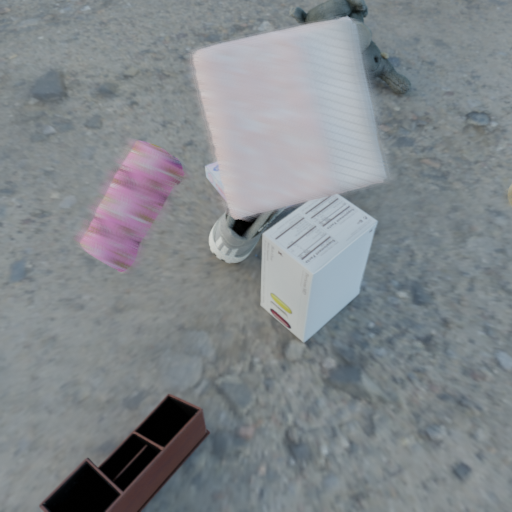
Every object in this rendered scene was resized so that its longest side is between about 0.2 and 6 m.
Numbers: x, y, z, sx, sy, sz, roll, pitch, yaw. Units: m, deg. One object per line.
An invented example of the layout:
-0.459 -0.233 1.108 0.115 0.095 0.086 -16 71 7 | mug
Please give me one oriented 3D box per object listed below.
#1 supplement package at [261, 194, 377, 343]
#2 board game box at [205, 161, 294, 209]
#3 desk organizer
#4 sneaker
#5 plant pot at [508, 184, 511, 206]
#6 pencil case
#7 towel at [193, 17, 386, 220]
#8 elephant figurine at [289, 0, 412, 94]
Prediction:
1.005 0.187 9.536 1.570 2.016 1.118 -37 60 -26 | supplement package
0.084 -1.628 12.099 1.768 0.364 1.764 -25 55 -19 | board game box
-1.776 2.983 7.954 0.853 0.915 2.377 32 57 23 | desk organizer
0.268 -1.314 10.515 1.151 1.772 3.068 30 71 -5 | sneaker
4.319 -0.962 8.624 0.820 0.896 0.896 -10 45 -45 | plant pot
-1.941 -0.778 8.844 0.882 0.844 2.039 33 95 14 | pencil case
0.466 -1.903 7.763 2.277 0.384 2.384 -13 93 6 | towel
2.426 -5.253 14.330 2.105 1.920 2.714 -22 66 18 | elephant figurine
